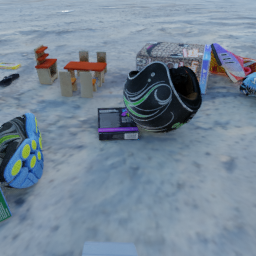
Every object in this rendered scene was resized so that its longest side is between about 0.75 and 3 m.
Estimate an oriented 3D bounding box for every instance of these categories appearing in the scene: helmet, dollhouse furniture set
[{"bbox_3d":[0.868,-0.884,8.075,2.005,2.103,2.103,-24,12,40],"label":"helmet"},{"bbox_3d":[-2.276,-2.526,11.376,2.764,1.439,2.794,4,31,7],"label":"dollhouse furniture set"}]

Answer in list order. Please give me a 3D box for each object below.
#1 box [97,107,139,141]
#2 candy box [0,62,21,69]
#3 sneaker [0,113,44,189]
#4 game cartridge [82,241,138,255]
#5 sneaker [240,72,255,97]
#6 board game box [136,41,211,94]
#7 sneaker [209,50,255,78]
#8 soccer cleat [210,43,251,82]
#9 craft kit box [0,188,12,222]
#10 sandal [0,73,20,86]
[{"bbox_3d":[-0.345,-0.172,8.607,1.159,0.293,1.621,-2,32,-6],"label":"box"},{"bbox_3d":[-5.696,-2.971,13.385,1.027,0.136,0.525,6,34,10],"label":"candy box"},{"bbox_3d":[-2.776,0.564,6.862,1.206,1.032,2.910,-17,30,-9],"label":"sneaker"},{"bbox_3d":[-0.288,2.436,4.316,1.006,0.309,1.512,4,31,-1],"label":"game cartridge"},{"bbox_3d":[4.704,-1.326,10.182,1.151,1.003,2.559,-10,23,21],"label":"sneaker"},{"bbox_3d":[1.914,-2.563,11.519,2.777,1.345,2.214,7,32,13],"label":"board game box"},{"bbox_3d":[4.564,-2.818,12.530,2.980,1.087,1.149,31,26,30],"label":"sneaker"},{"bbox_3d":[4.019,-2.676,11.004,0.841,2.299,0.784,-28,46,31],"label":"soccer cleat"},{"bbox_3d":[-3.158,0.542,5.634,0.517,2.132,2.105,-23,37,-27],"label":"craft kit box"},{"bbox_3d":[-5.041,-2.086,11.779,0.492,0.277,1.295,4,31,6],"label":"sandal"}]
